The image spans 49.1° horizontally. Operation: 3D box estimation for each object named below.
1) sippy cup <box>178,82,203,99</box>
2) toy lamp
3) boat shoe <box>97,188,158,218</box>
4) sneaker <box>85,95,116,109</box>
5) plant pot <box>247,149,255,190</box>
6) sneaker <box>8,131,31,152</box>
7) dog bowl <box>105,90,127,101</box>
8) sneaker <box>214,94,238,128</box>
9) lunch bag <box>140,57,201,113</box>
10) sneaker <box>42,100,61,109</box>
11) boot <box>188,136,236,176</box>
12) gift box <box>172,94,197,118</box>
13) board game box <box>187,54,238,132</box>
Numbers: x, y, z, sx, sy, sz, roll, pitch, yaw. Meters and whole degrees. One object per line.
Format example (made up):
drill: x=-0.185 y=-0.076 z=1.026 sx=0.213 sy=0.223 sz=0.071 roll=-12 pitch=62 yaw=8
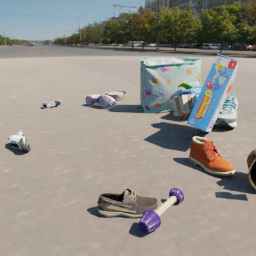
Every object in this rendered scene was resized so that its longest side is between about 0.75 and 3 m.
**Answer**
sippy cup: x=2.862 y=-1.179 z=12.264 sx=1.747 sy=1.372 sz=1.280 roll=25 pitch=19 yaw=37
toy lamp: x=0.680 y=1.643 z=5.631 sx=0.405 sy=0.405 sz=1.390 roll=13 pitch=23 yaw=33
boat shoe: x=-0.002 y=1.540 z=5.789 sx=1.297 sy=0.476 sz=0.483 roll=-2 pitch=19 yaw=-7
sneaker: x=-1.282 y=-1.459 z=14.442 sx=1.893 sy=0.709 sz=0.943 roll=13 pitch=23 yaw=35
plant pot: x=3.412 y=0.961 z=6.827 sx=1.053 sy=1.053 sz=1.042 roll=4 pitch=12 yaw=13
sneaker: x=-3.532 y=0.508 z=9.076 sx=0.541 sy=0.499 sz=1.353 roll=-24 pitch=23 yaw=-23
dog bowl: x=-0.716 y=-1.878 z=16.230 sx=1.281 sy=0.376 sz=1.281 roll=0 pitch=18 yaw=0
sneaker: x=4.040 y=-0.797 z=11.678 sx=1.061 sy=1.180 sz=2.733 roll=8 pitch=20 yaw=20
lunch bag: x=2.100 y=-2.141 z=13.591 sx=2.923 sy=2.490 sz=1.782 roll=-4 pitch=23 yaw=-5
sneaker: x=-3.883 y=-1.185 z=14.182 sx=0.963 sy=0.338 sz=0.523 roll=-8 pitch=14 yaw=-4
boot: x=2.280 y=0.752 z=7.669 sx=0.571 sy=0.815 sz=1.521 roll=-11 pitch=23 yaw=-33
gift box: x=2.176 y=-0.834 z=10.965 sx=0.882 sy=0.823 sz=0.814 roll=-10 pitch=-2 yaw=-22
board game box: x=2.933 y=-1.051 z=9.580 sx=0.664 sy=2.327 sz=2.376 roll=25 pitch=7 yaw=19
